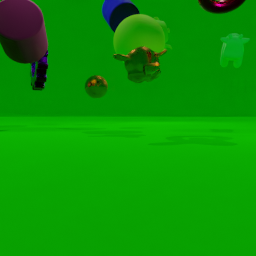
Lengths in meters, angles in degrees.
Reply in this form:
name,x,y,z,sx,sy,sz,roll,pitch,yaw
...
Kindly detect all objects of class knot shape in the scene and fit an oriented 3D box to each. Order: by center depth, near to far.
name,x,y,z,sx,sy,sz,roll,pitch,yaw
knot shape,2.084,-3.294,5.951,1.862,1.742,0.860,-38,51,-25

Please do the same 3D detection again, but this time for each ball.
name,x,y,z,sx,sy,sz,roll,pitch,yaw
ball,0.304,-2.336,7.597,1.391,1.391,1.391,0,3,0
ball,-1.445,-1.873,12.765,1.058,1.058,1.058,0,3,0

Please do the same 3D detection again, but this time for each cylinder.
name,x,y,z,sx,sy,sz,roll,pitch,yaw
cylinder,-3.037,-2.738,8.010,1.329,1.329,1.329,0,-16,-10
cylinder,-0.267,-4.107,10.121,1.142,1.142,1.142,-1,39,-21

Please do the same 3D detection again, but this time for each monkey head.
name,x,y,z,sx,sy,sz,roll,pitch,yaw
monkey head,0.354,-1.419,6.000,1.264,0.762,0.910,-9,-6,-15

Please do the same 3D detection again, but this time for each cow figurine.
name,x,y,z,sx,sy,sz,roll,pitch,yaw
cow figurine,3.103,-2.415,8.244,0.764,1.392,1.370,7,-34,16

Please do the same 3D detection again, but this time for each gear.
name,x,y,z,sx,sy,sz,roll,pitch,yaw
gear,-3.593,-2.572,11.246,0.383,2.073,2.073,1,2,-27

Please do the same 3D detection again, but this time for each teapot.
name,x,y,z,sx,sy,sz,roll,pitch,yaw
teapot,1.172,-3.446,10.264,0.764,1.560,0.970,-15,-22,-1
